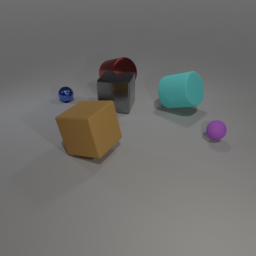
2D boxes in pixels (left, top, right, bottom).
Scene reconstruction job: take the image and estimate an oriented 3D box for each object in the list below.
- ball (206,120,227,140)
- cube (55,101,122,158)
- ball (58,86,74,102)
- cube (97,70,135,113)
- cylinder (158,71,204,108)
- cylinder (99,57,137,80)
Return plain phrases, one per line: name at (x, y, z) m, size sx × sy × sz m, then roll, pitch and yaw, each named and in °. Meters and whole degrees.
ball at (3.146, 0.067, 9.970) m, size 0.700 × 0.700 × 0.700 m, roll 0°, pitch 31°, yaw 0°
cube at (-1.247, -0.002, 9.220) m, size 1.400 × 1.400 × 1.400 m, roll 3°, pitch 29°, yaw 32°
ball at (-2.861, -1.562, 12.893) m, size 0.700 × 0.700 × 0.700 m, roll 0°, pitch 31°, yaw 0°
cube at (-0.487, -1.609, 12.259) m, size 1.400 × 1.400 × 1.400 m, roll 6°, pitch 30°, yaw 10°
cylinder at (2.220, -1.566, 11.725) m, size 1.400 × 1.400 × 1.400 m, roll -2°, pitch 22°, yaw 45°
cylinder at (-0.502, -2.698, 13.757) m, size 1.400 × 1.400 × 1.400 m, roll -21°, pitch 18°, yaw -30°
